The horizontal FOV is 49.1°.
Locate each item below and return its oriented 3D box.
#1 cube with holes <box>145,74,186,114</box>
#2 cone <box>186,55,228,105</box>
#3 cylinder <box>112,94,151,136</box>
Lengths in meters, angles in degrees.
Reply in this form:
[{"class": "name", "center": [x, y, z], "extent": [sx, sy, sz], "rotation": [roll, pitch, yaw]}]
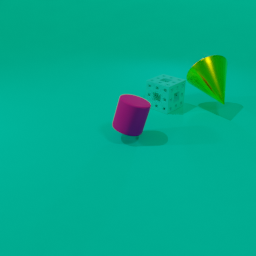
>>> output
[{"class": "cube with holes", "center": [1.091, -1.012, 8.229], "extent": [0.822, 0.822, 0.822], "rotation": [24, 36, 37]}, {"class": "cone", "center": [2.383, -1.120, 7.668], "extent": [1.213, 1.213, 1.217], "rotation": [-8, 59, -14]}, {"class": "cylinder", "center": [0.077, -0.302, 6.476], "extent": [0.742, 0.742, 0.742], "rotation": [14, 24, -6]}]
